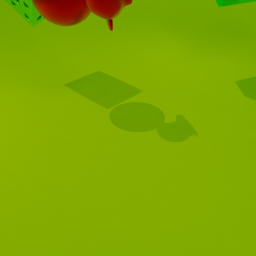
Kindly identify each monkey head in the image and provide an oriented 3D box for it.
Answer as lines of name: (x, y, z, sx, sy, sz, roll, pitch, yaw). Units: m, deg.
monkey head: (-0.458, -2.620, 5.258, 0.893, 1.482, 1.066, -31, 54, 8)

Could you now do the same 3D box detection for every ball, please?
ball: (-1.320, -2.799, 5.741, 1.353, 1.353, 1.353, 0, 40, 0)

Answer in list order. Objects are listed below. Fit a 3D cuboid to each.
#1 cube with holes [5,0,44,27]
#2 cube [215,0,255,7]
cube with holes: (-2.336, -3.703, 6.879, 1.361, 1.361, 1.361, 44, 69, -4)
cube: (2.696, -3.827, 6.606, 1.220, 1.220, 1.220, -15, 76, -16)
